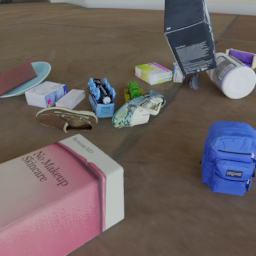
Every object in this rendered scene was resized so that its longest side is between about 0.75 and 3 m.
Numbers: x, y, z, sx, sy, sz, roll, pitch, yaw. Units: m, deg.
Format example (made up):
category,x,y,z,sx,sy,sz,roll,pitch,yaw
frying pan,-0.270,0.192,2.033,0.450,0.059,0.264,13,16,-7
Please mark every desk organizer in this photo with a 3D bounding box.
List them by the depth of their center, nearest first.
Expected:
category,x,y,z,sx,sy,sz,roll,pitch,yaw
desk organizer,-5.327,-2.273,12.612,0.793,0.851,2.211,21,48,40

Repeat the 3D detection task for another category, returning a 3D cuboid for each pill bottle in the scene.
category,x,y,z,sx,sy,sz,roll,pitch,yaw
pill bottle,4.723,-2.580,13.251,1.511,1.511,2.656,-3,31,-5

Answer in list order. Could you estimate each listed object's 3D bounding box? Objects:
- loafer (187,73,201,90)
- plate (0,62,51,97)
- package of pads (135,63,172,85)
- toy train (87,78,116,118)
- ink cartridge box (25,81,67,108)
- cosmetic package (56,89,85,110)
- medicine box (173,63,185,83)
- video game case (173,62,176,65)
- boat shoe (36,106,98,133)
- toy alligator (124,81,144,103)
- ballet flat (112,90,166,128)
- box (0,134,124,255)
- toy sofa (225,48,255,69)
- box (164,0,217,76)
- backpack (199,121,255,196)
category,x,y,z,sx,sy,sz,roll,pitch,yaw
loafer,3.150,-2.246,13.701,0.580,0.662,1.843,-9,19,28
plate,-4.919,-2.224,13.195,2.876,0.368,2.876,-12,40,10
package of pads,1.282,-2.868,14.629,1.333,0.589,1.726,-17,35,-26
toy train,-1.136,-1.279,11.397,0.886,1.168,2.044,-2,30,-21
ink cartridge box,-3.481,-1.531,12.339,1.133,0.634,1.660,14,35,22
cosmetic package,-2.443,-1.203,12.042,0.617,0.378,1.494,10,32,16
medicine box,2.665,-2.937,14.448,0.503,0.891,0.978,9,32,14
video game case,3.274,-3.769,16.623,0.908,0.106,0.826,-12,33,-17
boat shoe,-2.236,-0.252,10.064,2.221,0.820,0.822,0,37,0
toy alligator,0.237,-1.749,12.602,0.811,0.742,2.736,-3,31,-4
ballet flat,0.567,-0.698,10.664,1.069,1.069,2.879,19,37,28
box,-1.788,1.614,6.090,2.975,1.621,1.902,-24,38,-34
toy sofa,6.596,-4.069,16.461,0.924,0.784,1.893,-23,38,-35
box,2.336,-3.616,10.434,1.425,2.260,2.299,-11,55,25
backpack,2.747,0.786,7.363,1.424,1.752,1.470,4,31,5
